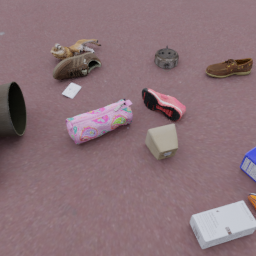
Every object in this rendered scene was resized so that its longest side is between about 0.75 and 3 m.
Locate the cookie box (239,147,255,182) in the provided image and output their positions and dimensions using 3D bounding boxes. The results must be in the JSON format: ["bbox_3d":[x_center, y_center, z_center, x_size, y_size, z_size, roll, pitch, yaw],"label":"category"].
[{"bbox_3d":[5.643,1.504,9.828,2.114,0.929,2.471,-26,53,-22],"label":"cookie box"}]

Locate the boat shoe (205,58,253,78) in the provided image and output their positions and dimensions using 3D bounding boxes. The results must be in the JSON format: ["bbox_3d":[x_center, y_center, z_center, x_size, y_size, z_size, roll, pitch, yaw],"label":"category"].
[{"bbox_3d":[5.111,-3.125,14.118,2.410,0.814,0.867,-6,48,-5],"label":"boat shoe"}]

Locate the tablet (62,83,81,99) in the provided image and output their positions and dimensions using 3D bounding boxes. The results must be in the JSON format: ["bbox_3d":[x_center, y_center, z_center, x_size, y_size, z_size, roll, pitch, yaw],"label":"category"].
[{"bbox_3d":[-2.676,-1.790,13.347,0.575,0.060,0.883,24,52,6],"label":"tablet"}]

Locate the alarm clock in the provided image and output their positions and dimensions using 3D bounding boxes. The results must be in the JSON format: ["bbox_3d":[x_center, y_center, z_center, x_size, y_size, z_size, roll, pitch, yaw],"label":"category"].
[{"bbox_3d":[2.039,-3.583,14.720,1.258,0.621,1.865,3,51,2],"label":"alarm clock"}]

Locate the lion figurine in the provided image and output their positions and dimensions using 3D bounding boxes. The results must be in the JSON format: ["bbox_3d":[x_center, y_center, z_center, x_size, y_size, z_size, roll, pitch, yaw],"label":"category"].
[{"bbox_3d":[-2.808,-4.318,15.296,1.596,0.944,2.606,21,37,27],"label":"lion figurine"}]

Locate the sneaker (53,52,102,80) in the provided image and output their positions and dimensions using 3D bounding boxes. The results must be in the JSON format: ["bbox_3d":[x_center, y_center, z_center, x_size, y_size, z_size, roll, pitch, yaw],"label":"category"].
[{"bbox_3d":[-2.483,-3.020,13.976,2.586,0.911,0.977,-35,60,-27],"label":"sneaker"}]

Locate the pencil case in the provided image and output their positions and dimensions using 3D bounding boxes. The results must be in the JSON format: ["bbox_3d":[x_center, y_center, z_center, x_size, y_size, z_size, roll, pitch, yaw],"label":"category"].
[{"bbox_3d":[-1.100,-0.304,11.341,2.730,1.193,1.193,-22,51,-17],"label":"pencil case"}]

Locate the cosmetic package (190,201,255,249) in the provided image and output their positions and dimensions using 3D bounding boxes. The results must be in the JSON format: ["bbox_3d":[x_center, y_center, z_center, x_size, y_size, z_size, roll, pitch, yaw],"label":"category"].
[{"bbox_3d":[2.948,2.981,8.683,1.802,0.667,0.916,-14,49,-11],"label":"cosmetic package"}]

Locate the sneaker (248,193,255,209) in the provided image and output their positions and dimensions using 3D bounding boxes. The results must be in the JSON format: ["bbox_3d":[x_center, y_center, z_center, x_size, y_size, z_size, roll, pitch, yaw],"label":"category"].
[{"bbox_3d":[4.332,2.729,9.011,0.738,0.511,1.318,-32,55,-27],"label":"sneaker"}]

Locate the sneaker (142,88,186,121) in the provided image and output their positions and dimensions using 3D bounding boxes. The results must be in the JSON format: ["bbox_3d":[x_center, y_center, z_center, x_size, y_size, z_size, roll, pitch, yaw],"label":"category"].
[{"bbox_3d":[1.588,-1.124,12.471,2.199,0.810,0.954,36,46,21],"label":"sneaker"}]

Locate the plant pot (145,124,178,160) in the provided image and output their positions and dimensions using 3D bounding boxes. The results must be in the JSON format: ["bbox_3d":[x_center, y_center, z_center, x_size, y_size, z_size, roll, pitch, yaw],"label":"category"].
[{"bbox_3d":[1.345,0.599,10.670,1.065,1.066,0.944,-13,62,-11],"label":"plant pot"}]

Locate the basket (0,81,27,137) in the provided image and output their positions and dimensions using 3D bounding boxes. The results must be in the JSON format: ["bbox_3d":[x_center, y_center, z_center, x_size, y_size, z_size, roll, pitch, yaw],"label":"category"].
[{"bbox_3d":[-5.796,-0.522,11.058,2.917,1.984,2.630,-11,38,-5],"label":"basket"}]
